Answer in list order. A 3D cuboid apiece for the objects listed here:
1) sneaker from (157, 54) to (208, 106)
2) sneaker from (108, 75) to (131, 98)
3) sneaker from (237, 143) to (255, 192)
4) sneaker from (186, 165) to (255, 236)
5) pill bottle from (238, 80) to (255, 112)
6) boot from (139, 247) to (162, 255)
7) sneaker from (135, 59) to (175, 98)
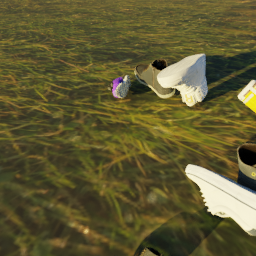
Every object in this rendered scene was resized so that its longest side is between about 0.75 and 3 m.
[{"bbox_3d":[1.783,-1.260,8.350,0.916,1.437,2.487,3,24,38],"label":"sneaker"},{"bbox_3d":[-0.393,-1.375,9.648,0.711,0.497,1.430,-5,26,18],"label":"sneaker"},{"bbox_3d":[2.491,1.189,4.516,0.821,1.165,2.194,-28,32,-9],"label":"sneaker"},{"bbox_3d":[1.584,1.181,4.955,0.701,0.680,1.919,23,2,-24],"label":"sneaker"},{"bbox_3d":[3.785,-0.731,7.881,1.228,0.671,0.671,43,46,10],"label":"pill bottle"},{"bbox_3d":[0.133,1.980,4.260,0.751,0.520,0.291,18,5,16],"label":"boot"},{"bbox_3d":[0.858,-2.014,9.627,0.804,1.141,2.148,-30,44,-13],"label":"sneaker"}]
